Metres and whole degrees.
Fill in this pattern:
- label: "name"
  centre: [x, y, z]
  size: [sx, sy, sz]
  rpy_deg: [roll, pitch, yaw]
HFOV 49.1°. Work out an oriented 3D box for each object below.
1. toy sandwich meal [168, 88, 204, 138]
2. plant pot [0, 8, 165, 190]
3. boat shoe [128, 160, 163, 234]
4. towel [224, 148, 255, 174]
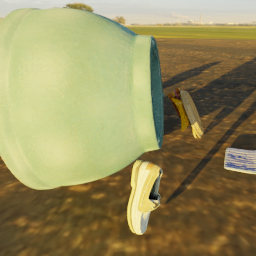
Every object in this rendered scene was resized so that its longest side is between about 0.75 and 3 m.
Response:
- label: "toy sandwich meal"
  centre: [1.433, -0.353, 6.988]
  size: [0.484, 1.412, 1.412]
  rpy_deg: [-22, 14, 20]
- label: "plant pot"
  centre: [-0.447, -0.494, 4.552]
  size: [1.964, 2.931, 2.931]
  rpy_deg: [-2, 20, 12]
- label: "boat shoe"
  centre: [0.234, 0.941, 3.664]
  size: [0.346, 1.011, 0.378]
  rpy_deg: [8, 12, 27]
- label: "towel"
  centre: [2.369, 0.652, 5.804]
  size: [0.678, 0.112, 0.937]
  rpy_deg: [7, 22, 19]
